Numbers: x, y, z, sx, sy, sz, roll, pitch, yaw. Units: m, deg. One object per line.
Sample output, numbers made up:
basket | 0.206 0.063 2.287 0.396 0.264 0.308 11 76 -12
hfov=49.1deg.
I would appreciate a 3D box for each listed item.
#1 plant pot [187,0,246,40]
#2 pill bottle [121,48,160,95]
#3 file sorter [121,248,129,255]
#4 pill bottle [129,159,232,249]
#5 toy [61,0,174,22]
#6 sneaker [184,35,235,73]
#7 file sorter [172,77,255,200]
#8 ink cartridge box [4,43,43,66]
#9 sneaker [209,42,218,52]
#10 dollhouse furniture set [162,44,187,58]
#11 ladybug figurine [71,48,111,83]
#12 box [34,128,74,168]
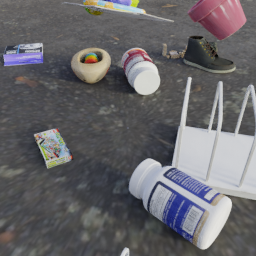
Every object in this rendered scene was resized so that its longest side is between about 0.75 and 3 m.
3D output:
plant pot | 2.229 -2.788 6.780 1.184 1.060 1.184 -40 13 12
pill bottle | 0.425 -1.937 9.534 1.026 1.026 1.798 -7 37 -9
file sorter | 0.591 2.500 3.388 1.915 1.192 1.329 12 38 17
pill bottle | 0.902 1.305 5.170 1.714 0.992 0.992 29 45 33
toy | -0.351 -2.686 5.858 1.553 0.637 2.698 -1 20 -25
sneaker | 3.115 -2.812 10.663 2.045 1.086 0.765 20 41 25
file sorter | 2.523 0.168 6.051 2.877 1.791 1.996 9 38 11
ink cartridge box | -4.340 -3.090 11.691 1.533 0.336 1.548 -8 38 -12
sneaker | 3.478 -3.237 11.686 0.840 0.560 1.466 -10 32 -3
dollhouse furniture set | 1.999 -3.251 11.812 0.997 0.441 0.517 -2 36 -3
ladybug figurine | -1.325 -2.273 10.199 1.424 0.754 2.097 -2 37 0
box | -1.865 0.467 6.963 0.651 0.205 1.184 -18 40 -23
